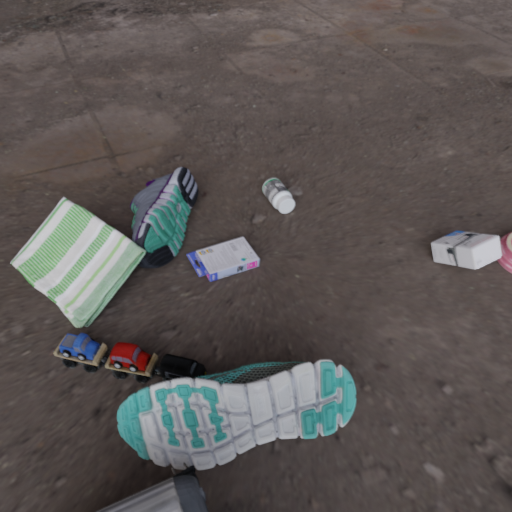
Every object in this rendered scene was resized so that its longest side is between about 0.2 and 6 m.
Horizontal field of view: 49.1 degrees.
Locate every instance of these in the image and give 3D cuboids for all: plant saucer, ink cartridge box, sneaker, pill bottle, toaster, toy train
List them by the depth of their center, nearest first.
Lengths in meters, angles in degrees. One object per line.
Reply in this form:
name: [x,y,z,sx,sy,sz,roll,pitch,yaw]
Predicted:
toaster: [-1.193,3.780,5.260,2.265,1.993,3.507,-16,46,-14]
sneaker: [-0.280,2.074,7.733,3.135,1.216,1.430,-5,-2,-7]
toy train: [-1.969,1.623,8.619,2.554,0.585,0.436,9,43,10]
ink cartridge box: [3.864,-0.121,10.318,0.721,0.420,0.997,-22,18,-24]
ink cartridge box: [-0.629,0.079,10.553,1.209,0.254,0.722,-16,45,-21]
plant saucer: [5.236,-0.099,10.584,1.312,0.333,1.312,-5,42,4]
sneaker: [-2.068,-0.672,11.069,1.219,1.036,2.785,-9,35,22]
pill bottle: [0.482,-1.265,11.862,0.449,0.449,0.795,-17,45,-17]

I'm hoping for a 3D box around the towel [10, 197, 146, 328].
towel: [-3.254,0.061,10.013,2.266,0.265,1.728,32,81,29]
